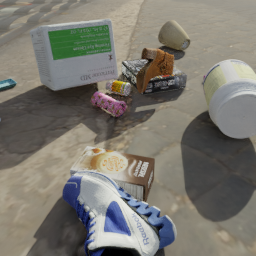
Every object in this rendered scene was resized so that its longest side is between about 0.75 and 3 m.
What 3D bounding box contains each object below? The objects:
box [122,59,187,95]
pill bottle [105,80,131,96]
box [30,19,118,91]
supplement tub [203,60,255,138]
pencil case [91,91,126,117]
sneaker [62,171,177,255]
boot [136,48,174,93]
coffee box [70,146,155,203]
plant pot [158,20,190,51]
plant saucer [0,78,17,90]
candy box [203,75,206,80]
[{"bbox_3d":[1.133,-2.530,13.069,2.139,0.675,2.713,-12,35,-18],"label":"box"},{"bbox_3d":[-0.438,-1.719,11.925,0.994,0.552,0.552,15,36,22],"label":"pill bottle"},{"bbox_3d":[-2.315,-3.124,11.864,2.829,2.436,2.843,-15,21,-23],"label":"box"},{"bbox_3d":[3.663,-1.041,9.609,1.905,1.905,2.628,3,34,5],"label":"supplement tub"},{"bbox_3d":[-0.749,-0.931,10.606,1.485,0.643,0.615,27,65,37],"label":"pencil case"},{"bbox_3d":[-0.532,1.966,5.708,2.694,1.088,1.556,22,37,28],"label":"sneaker"},{"bbox_3d":[1.157,-2.255,11.410,1.435,1.855,0.683,5,15,-29],"label":"boot"},{"bbox_3d":[-0.356,1.198,7.193,1.919,0.765,1.098,9,34,13],"label":"coffee box"},{"bbox_3d":[2.965,-5.481,17.151,1.559,1.559,1.664,-22,54,-30],"label":"plant pot"},{"bbox_3d":[-6.009,-1.754,12.335,2.081,0.197,0.728,-26,41,-33],"label":"plant saucer"},{"bbox_3d":[4.029,-2.389,13.257,0.801,0.244,0.546,-25,41,-34],"label":"candy box"}]
